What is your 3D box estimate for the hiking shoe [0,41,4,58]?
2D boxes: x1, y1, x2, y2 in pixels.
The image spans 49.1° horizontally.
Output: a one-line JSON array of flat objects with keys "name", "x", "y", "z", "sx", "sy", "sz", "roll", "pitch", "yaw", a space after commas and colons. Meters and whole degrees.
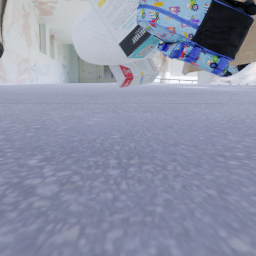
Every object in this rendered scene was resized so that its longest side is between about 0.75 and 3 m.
[{"name": "hiking shoe", "x": -3.715, "y": -1.738, "z": 6.143, "sx": 0.879, "sy": 1.169, "sz": 2.321, "roll": 28, "pitch": 6, "yaw": 10}]

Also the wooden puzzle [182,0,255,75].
[{"name": "wooden puzzle", "x": 2.271, "y": -2.375, "z": 5.424, "sx": 2.690, "sy": 2.491, "sz": 0.623, "roll": -16, "pitch": 48, "yaw": -22}]

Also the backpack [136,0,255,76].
[{"name": "backpack", "x": 0.777, "y": -1.503, "z": 4.030, "sx": 1.519, "sy": 1.022, "sz": 1.386, "roll": 17, "pitch": 17, "yaw": -12}]

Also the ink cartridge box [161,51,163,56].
[{"name": "ink cartridge box", "x": 2.009, "y": -3.285, "z": 9.999, "sx": 1.933, "sy": 0.487, "sz": 1.053, "roll": -20, "pitch": -7, "yaw": 4}]

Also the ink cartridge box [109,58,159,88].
[{"name": "ink cartridge box", "x": 0.233, "y": -2.220, "z": 10.576, "sx": 1.555, "sy": 1.133, "sz": 0.644, "roll": -12, "pitch": -23, "yaw": -32}]

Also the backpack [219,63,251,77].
[{"name": "backpack", "x": 2.706, "y": -2.553, "z": 7.898, "sx": 2.022, "sy": 1.846, "sz": 1.361, "roll": 36, "pitch": 27, "yaw": -28}]

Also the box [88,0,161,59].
[{"name": "box", "x": -0.220, "y": -2.807, "z": 5.475, "sx": 1.138, "sy": 2.765, "sz": 0.680, "roll": -37, "pitch": -7, "yaw": 32}]

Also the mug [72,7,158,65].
[{"name": "mug", "x": -0.440, "y": -3.298, "z": 9.103, "sx": 2.379, "sy": 2.714, "sz": 2.004, "roll": -9, "pitch": -35, "yaw": 18}]
